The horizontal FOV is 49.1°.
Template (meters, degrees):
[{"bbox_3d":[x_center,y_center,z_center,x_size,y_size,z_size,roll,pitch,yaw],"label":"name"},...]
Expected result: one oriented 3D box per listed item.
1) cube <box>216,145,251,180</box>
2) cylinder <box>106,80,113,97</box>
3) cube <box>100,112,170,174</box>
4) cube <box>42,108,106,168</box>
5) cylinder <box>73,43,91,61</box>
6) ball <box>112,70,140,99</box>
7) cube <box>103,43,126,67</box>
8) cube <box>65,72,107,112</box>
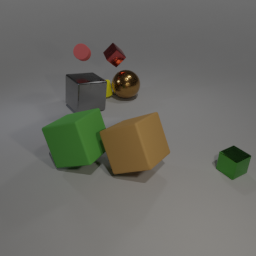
[{"bbox_3d":[3.359,1.095,8.942,0.700,0.700,0.700,-18,35,-27],"label":"cube"},{"bbox_3d":[-1.167,-1.968,14.013,0.700,0.700,0.700,-11,27,6],"label":"cylinder"},{"bbox_3d":[0.239,0.457,8.634,1.400,1.400,1.400,-13,8,35],"label":"cube"},{"bbox_3d":[-1.610,0.316,9.036,1.400,1.400,1.400,-9,17,29],"label":"cube"},{"bbox_3d":[-2.057,-3.397,12.611,0.700,0.700,0.700,0,8,0],"label":"cylinder"},{"bbox_3d":[-0.099,-2.141,13.732,1.400,1.400,1.400,0,31,0],"label":"ball"},{"bbox_3d":[-0.647,-3.507,13.474,0.700,0.700,0.700,29,27,-43],"label":"cube"},{"bbox_3d":[-1.918,-1.613,12.678,1.400,1.400,1.400,-11,32,-32],"label":"cube"}]
